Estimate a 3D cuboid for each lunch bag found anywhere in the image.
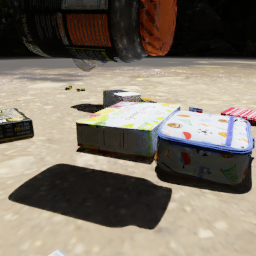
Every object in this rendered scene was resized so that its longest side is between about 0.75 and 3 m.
[{"bbox_3d":[1.817,0.268,6.363,2.057,0.970,2.566,8,20,20],"label":"lunch bag"}]

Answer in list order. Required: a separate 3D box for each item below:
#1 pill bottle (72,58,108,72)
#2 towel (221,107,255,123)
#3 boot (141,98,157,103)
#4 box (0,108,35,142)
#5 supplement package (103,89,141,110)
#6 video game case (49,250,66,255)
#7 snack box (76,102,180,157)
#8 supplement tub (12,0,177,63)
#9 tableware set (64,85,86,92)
[{"bbox_3d":[-1.049,-3.456,11.299,2.624,1.470,1.470,-34,-1,30],"label":"pill bottle"},{"bbox_3d":[4.381,-0.375,9.639,2.142,0.241,1.549,13,19,32],"label":"towel"},{"bbox_3d":[0.703,-1.123,11.951,1.082,0.381,0.775,5,12,3],"label":"boot"},{"bbox_3d":[-4.098,-0.041,8.026,2.265,0.559,1.809,-12,22,-33],"label":"box"},{"bbox_3d":[-0.252,-0.940,10.457,0.828,0.826,1.412,-11,21,-34],"label":"supplement package"},{"bbox_3d":[-0.963,1.796,2.778,0.924,0.115,1.291,16,23,40],"label":"video game case"},{"bbox_3d":[0.167,-0.117,7.881,2.032,0.757,2.858,7,18,22],"label":"snack box"},{"bbox_3d":[-0.562,-2.052,5.099,2.653,1.625,1.625,10,20,21],"label":"supplement tub"},{"bbox_3d":[-3.020,-2.238,15.723,0.946,0.215,1.404,-13,21,-36],"label":"tableware set"}]
